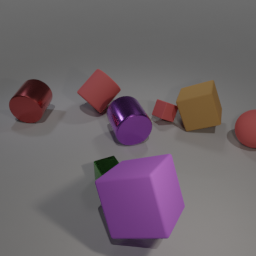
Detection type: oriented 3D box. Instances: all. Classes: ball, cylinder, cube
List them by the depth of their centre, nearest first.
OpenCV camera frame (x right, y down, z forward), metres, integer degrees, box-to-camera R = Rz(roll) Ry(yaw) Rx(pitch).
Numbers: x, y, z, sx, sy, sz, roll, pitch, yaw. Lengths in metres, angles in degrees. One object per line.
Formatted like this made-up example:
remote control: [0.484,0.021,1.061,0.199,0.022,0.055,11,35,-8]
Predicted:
cube: [0.327,1.539,6.444,1.400,1.400,1.400,-12,7,28]
cube: [-0.606,1.396,8.670,0.700,0.700,0.700,-14,34,-22]
ball: [4.634,0.026,10.207,1.400,1.400,1.400,0,32,0]
cylinder: [0.033,-0.289,10.644,1.400,1.400,1.400,-9,37,-15]
cube: [2.898,-0.899,11.293,1.400,1.400,1.400,-12,24,26]
cube: [1.555,-0.730,11.736,0.700,0.700,0.700,14,9,-35]
cylinder: [-4.130,-1.162,12.011,1.400,1.400,1.400,3,38,5]
cylinder: [-1.278,-1.630,12.365,1.400,1.400,1.400,-49,44,-2]
